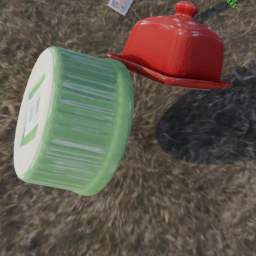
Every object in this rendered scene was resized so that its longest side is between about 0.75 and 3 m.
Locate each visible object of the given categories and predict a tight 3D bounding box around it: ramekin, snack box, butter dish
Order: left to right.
[{"bbox_3d":[-1.277,-0.175,5.741,1.444,2.955,2.955,13,66,-30],"label":"ramekin"},{"bbox_3d":[0.055,-4.284,8.296,0.613,0.207,1.704,23,112,-25],"label":"snack box"},{"bbox_3d":[1.124,-1.955,6.437,2.379,1.759,2.373,-1,25,-39],"label":"butter dish"}]

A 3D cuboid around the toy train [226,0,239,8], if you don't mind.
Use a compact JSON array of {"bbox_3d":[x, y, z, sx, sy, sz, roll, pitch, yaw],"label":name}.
[{"bbox_3d":[3.108,-4.077,8.657,0.266,0.945,0.197,-46,38,26],"label":"toy train"}]
